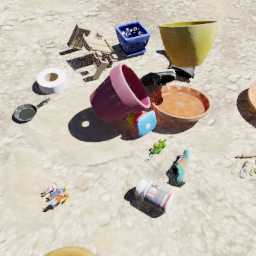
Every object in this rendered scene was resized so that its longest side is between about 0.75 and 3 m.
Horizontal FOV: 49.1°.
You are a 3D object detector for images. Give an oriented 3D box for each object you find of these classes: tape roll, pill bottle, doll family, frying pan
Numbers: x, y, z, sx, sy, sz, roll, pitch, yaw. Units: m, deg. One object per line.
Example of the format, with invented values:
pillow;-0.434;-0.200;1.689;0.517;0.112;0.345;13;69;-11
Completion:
tape roll;-3.545;-2.223;13.162;1.347;0.471;1.347;0;51;0
pill bottle;0.889;2.269;9.448;1.222;0.708;0.708;26;56;19
doll family;-2.402;2.295;9.668;0.670;0.486;1.080;-34;41;-16
frying pan;-4.238;-0.878;12.235;0.981;0.264;1.622;23;53;16

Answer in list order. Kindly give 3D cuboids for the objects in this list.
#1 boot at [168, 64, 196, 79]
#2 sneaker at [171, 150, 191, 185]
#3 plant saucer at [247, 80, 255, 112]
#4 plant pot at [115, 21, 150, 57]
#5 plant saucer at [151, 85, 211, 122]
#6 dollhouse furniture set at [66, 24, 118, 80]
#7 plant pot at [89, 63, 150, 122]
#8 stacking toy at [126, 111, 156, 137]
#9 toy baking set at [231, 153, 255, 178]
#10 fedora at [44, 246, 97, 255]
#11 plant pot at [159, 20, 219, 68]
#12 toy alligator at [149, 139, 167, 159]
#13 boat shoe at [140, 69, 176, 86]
boot;2.508;-3.473;13.931;2.376;0.822;2.068;26;55;16
sneaker;1.949;1.359;10.293;0.574;0.513;1.437;14;54;6
plant saucer;6.689;-1.104;12.229;2.941;0.550;2.941;0;52;-1
plant pot;0.224;-4.529;14.486;1.400;1.259;1.400;-20;54;-14
plant saucer;2.235;-1.043;12.008;2.535;0.409;2.535;2;40;-2
dollhouse furniture set;-1.706;-3.735;14.113;1.473;1.258;2.842;-4;54;-44
plant pot;-0.414;-1.233;10.997;1.824;2.038;2.038;-29;49;22
stacking toy;0.277;-0.481;11.633;0.934;0.988;1.702;-32;47;-24
toy baking set;4.523;1.394;10.490;1.373;0.160;1.054;1;52;1
fedora;-1.670;4.505;7.482;2.483;1.013;2.483;1;50;-1
plant pot;2.315;-3.236;10.850;2.219;1.575;2.219;-3;24;1
toy alligator;1.132;0.800;10.890;1.128;0.271;0.374;-42;95;-29
boat shoe;1.343;-2.247;12.908;1.734;0.623;0.586;-11;41;8
